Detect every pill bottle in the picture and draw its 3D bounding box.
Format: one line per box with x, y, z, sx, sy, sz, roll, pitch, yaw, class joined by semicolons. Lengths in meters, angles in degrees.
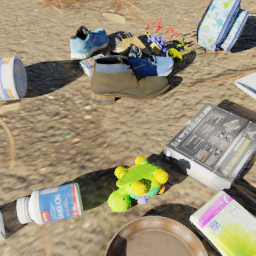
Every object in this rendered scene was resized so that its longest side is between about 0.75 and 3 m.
-1.831;1.822;6.657;1.412;0.793;0.793;-11;46;-9;pill bottle
-5.004;-1.663;9.635;2.631;1.474;1.474;-3;45;-3;pill bottle

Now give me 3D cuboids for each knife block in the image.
0.285;-3.493;12.061;1.939;0.620;1.702;16;48;16;knife block

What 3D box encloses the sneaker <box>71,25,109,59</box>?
-1.607;-3.850;11.909;0.982;1.126;2.504;7;37;22;sneaker

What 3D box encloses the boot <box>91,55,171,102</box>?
0.140;-1.796;9.791;2.952;1.431;1.103;-9;44;-9;boot

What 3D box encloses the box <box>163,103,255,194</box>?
2.539;0.459;8.131;1.995;0.609;2.519;30;52;26;box

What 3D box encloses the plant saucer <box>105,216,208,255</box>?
0.592;2.935;5.840;2.209;0.381;2.209;0;46;0;plant saucer

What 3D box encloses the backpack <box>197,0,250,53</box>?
3.818;-4.221;11.265;1.671;2.081;2.274;28;12;14;backpack

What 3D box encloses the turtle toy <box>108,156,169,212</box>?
0.222;1.449;6.978;1.654;0.836;1.205;-26;28;-20;turtle toy

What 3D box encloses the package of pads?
2.338;2.285;6.395;1.146;0.506;1.484;-30;53;-25;package of pads

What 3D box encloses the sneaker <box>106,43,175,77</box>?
0.446;-2.522;10.685;2.743;1.223;1.077;-3;45;-4;sneaker

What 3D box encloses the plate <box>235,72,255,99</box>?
5.023;-1.317;9.986;1.879;0.304;1.875;-23;52;-31;plate

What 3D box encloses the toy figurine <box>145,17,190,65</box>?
1.491;-3.419;11.782;1.066;1.210;2.020;-44;91;-15;toy figurine

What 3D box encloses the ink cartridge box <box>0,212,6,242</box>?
-3.388;2.352;6.383;1.004;0.417;0.736;-18;48;-17;ink cartridge box

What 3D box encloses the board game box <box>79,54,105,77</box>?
-1.296;-2.542;11.329;1.065;0.342;0.786;-28;51;-24;board game box
